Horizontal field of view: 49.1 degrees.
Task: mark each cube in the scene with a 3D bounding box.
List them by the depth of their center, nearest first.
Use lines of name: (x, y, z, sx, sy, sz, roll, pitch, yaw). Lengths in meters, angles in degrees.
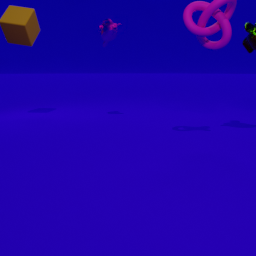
cube: (-3.759, -3.567, 9.809, 0.922, 0.922, 0.922, 10, -32, 4)

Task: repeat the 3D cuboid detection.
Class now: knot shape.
knot shape: (1.840, -2.480, 6.462, 1.185, 1.266, 0.585, 10, 28, -8)

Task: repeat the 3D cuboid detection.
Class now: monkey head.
monkey head: (3.557, -2.418, 7.266, 1.431, 1.030, 0.862, 16, -14, -5)
monkey head: (-0.572, -3.244, 9.378, 0.764, 0.640, 1.062, -23, -15, -46)
